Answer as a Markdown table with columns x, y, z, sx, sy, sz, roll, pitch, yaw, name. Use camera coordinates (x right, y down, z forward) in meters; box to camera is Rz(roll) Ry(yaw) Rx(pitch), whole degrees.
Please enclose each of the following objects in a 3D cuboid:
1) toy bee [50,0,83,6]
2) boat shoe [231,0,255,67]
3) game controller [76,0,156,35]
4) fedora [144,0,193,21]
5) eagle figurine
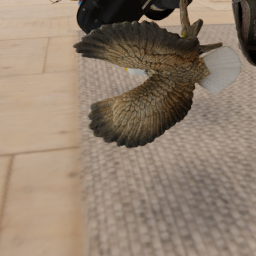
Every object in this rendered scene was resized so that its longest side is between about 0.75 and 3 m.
| x | y | z | sx | sy | sz | roll | pitch | yaw | name |
| --- | --- | --- | --- | --- | --- | --- | --- | --- | --- |
| -1.297 | -3.846 | 8.207 | 1.958 | 1.282 | 1.065 | -25 | 23 | 0 | toy bee |
| 2.526 | -2.371 | 5.484 | 0.928 | 2.777 | 0.791 | -14 | 53 | 17 | boat shoe |
| 0.139 | -2.436 | 4.680 | 0.501 | 2.381 | 1.242 | 43 | 9 | 17 | game controller |
| 1.085 | -3.789 | 6.900 | 2.322 | 2.322 | 1.060 | -27 | 41 | -33 | fedora |
| 0.453 | -0.892 | 4.573 | 2.372 | 1.790 | 1.800 | -38 | 93 | -39 | eagle figurine |
